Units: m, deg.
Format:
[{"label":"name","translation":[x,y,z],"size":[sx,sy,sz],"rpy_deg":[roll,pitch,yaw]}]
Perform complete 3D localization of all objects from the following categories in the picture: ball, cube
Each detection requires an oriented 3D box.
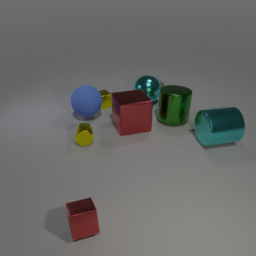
[{"label":"ball","translation":[0.965,-1.930,14.023],"size":[1.400,1.400,1.400],"rpy_deg":[0,30,0]},{"label":"ball","translation":[-1.858,-1.215,12.574],"size":[1.400,1.400,1.400],"rpy_deg":[0,30,0]},{"label":"cube","translation":[0.144,-0.688,11.914],"size":[1.400,1.400,1.400],"rpy_deg":[-9,31,-15]},{"label":"cube","translation":[-1.186,2.341,7.286],"size":[0.700,0.700,0.700],"rpy_deg":[-10,17,-17]},{"label":"cube","translation":[-1.257,-1.413,13.857],"size":[0.700,0.700,0.700],"rpy_deg":[-19,35,-29]}]

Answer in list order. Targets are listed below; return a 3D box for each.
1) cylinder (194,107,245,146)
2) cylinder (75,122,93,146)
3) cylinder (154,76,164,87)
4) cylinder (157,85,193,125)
[{"label":"cylinder","translation":[3.508,-0.070,10.843],"size":[1.400,1.400,1.400],"rpy_deg":[-7,31,-11]},{"label":"cylinder","translation":[-1.713,0.245,10.993],"size":[0.700,0.700,0.700],"rpy_deg":[-3,30,-5]},{"label":"cylinder","translation":[1.475,-2.346,15.161],"size":[0.700,0.700,0.700],"rpy_deg":[-44,36,5]},{"label":"cylinder","translation":[2.057,-1.031,12.403],"size":[1.400,1.400,1.400],"rpy_deg":[2,27,-1]}]
